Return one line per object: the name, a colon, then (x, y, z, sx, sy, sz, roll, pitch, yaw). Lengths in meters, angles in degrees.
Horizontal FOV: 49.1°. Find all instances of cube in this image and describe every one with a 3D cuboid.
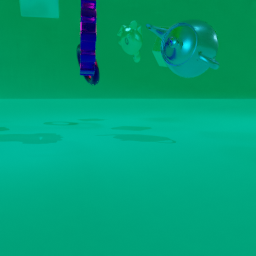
cube: (-2.400, -3.679, 7.567, 0.992, 0.992, 0.992, -3, 46, -14)
cube: (1.323, -2.362, 8.280, 0.848, 0.848, 0.848, 13, -13, 25)

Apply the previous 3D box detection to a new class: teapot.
teapot: (1.247, -1.853, 6.320, 1.024, 1.300, 2.091, 0, 36, -47)

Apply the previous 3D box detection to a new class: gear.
gear: (-0.910, -2.043, 6.269, 0.312, 1.686, 1.686, 1, 6, -10)

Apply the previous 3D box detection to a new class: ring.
ring: (-1.414, -2.230, 9.860, 0.306, 1.529, 1.529, -23, 14, -19)

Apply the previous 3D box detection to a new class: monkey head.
monkey head: (0.252, -3.597, 11.209, 1.267, 1.762, 1.062, -31, 48, -21)
